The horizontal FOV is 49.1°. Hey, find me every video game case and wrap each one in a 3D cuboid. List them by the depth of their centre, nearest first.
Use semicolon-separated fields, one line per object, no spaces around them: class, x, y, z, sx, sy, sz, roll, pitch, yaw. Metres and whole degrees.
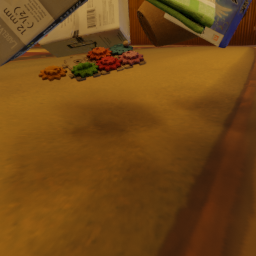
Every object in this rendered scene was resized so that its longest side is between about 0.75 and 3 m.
video game case;2.013;-3.249;6.682;0.462;2.031;1.841;-12;44;-47

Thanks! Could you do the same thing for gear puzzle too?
gear puzzle;-0.987;-1.753;7.244;2.711;0.355;1.404;-19;42;-18

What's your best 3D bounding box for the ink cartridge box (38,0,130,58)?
ink cartridge box;-1.349;-3.423;8.622;2.603;1.901;1.097;-5;-10;17

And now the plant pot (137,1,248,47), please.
plant pot;1.837;-3.911;9.037;2.847;2.654;2.654;-32;22;1

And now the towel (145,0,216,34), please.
towel;0.539;-2.416;4.585;1.906;0.392;2.555;25;42;-2

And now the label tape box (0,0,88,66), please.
label tape box;-1.803;-1.655;4.535;2.496;0.825;1.788;-40;22;5
